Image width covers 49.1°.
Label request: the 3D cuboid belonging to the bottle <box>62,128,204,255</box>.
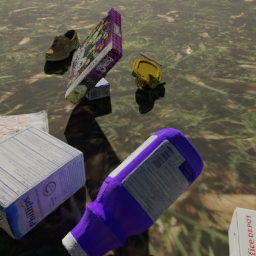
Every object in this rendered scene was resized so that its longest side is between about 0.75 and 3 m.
[{"bbox_3d":[0.114,1.312,5.348,2.956,1.234,0.965,-42,12,-17],"label":"bottle"}]

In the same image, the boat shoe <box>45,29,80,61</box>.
[{"bbox_3d":[-3.231,-4.072,13.632,1.027,0.922,2.776,8,36,11],"label":"boat shoe"}]

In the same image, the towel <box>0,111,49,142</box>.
[{"bbox_3d":[-3.209,0.079,8.334,1.657,0.280,1.734,-10,36,-14],"label":"towel"}]

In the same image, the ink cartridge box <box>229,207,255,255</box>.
[{"bbox_3d":[2.748,2.263,4.810,1.837,0.761,1.339,8,36,12],"label":"ink cartridge box"}]

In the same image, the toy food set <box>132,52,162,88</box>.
[{"bbox_3d":[0.693,-2.154,11.274,1.222,0.678,2.077,25,38,-6],"label":"toy food set"}]

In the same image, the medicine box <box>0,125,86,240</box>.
[{"bbox_3d":[-2.294,1.062,6.277,1.816,1.026,1.993,24,43,30],"label":"medicine box"}]

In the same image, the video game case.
[{"bbox_3d":[-1.160,-2.487,9.593,0.493,2.498,2.756,31,38,-30],"label":"video game case"}]

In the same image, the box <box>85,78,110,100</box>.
[{"bbox_3d":[-1.224,-1.508,10.389,0.851,0.485,0.925,-16,38,-23],"label":"box"}]
